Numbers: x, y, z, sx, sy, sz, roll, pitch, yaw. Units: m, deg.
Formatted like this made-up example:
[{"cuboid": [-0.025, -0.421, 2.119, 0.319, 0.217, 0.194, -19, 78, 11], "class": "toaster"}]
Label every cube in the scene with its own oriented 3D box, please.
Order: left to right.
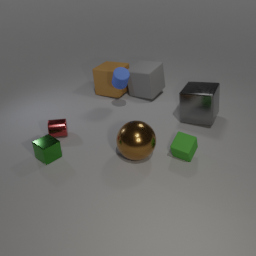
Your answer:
[{"cuboid": [-2.859, 0.756, 9.933, 0.700, 0.700, 0.700, 25, 40, 34], "class": "cube"}, {"cuboid": [-0.815, -2.526, 14.438, 1.400, 1.400, 1.400, 11, 33, 25], "class": "cube"}, {"cuboid": [0.900, -2.455, 14.116, 1.400, 1.400, 1.400, 13, 41, 33], "class": "cube"}, {"cuboid": [1.983, 0.660, 9.864, 0.700, 0.700, 0.700, 19, 65, 28], "class": "cube"}, {"cuboid": [3.092, -1.087, 12.055, 1.400, 1.400, 1.400, 7, 32, 26], "class": "cube"}]

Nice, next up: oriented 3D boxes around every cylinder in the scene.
[{"cuboid": [-2.788, -0.002, 11.138, 0.700, 0.700, 0.700, -5, 32, -9], "class": "cylinder"}, {"cuboid": [-0.326, -2.172, 12.237, 0.700, 0.700, 0.700, 4, 62, -8], "class": "cylinder"}]

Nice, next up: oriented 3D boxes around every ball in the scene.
[{"cuboid": [0.289, 0.435, 9.789, 1.400, 1.400, 1.400, 0, 32, 0], "class": "ball"}]
